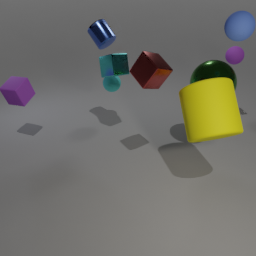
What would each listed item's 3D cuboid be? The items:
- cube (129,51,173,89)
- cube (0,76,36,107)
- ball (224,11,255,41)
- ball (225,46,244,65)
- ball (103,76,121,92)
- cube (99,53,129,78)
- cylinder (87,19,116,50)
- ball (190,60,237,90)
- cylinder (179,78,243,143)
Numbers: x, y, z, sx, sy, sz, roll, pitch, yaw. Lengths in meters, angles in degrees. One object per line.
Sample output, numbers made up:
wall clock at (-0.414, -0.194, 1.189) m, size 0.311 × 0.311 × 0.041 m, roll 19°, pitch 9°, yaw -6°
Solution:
cube at (0.610, -1.522, 7.447) m, size 0.700 × 0.700 × 0.700 m, roll -8°, pitch 54°, yaw -47°
cube at (-3.681, -1.229, 9.361) m, size 0.700 × 0.700 × 0.700 m, roll 8°, pitch 49°, yaw 21°
ball at (2.697, -2.458, 6.766) m, size 0.700 × 0.700 × 0.700 m, roll 0°, pitch 29°, yaw 0°
ball at (4.188, -2.847, 10.985) m, size 0.700 × 0.700 × 0.700 m, roll 0°, pitch 29°, yaw 0°
ball at (-0.623, -1.742, 10.812) m, size 0.700 × 0.700 × 0.700 m, roll 0°, pitch 29°, yaw 0°
cube at (-0.464, -2.101, 9.434) m, size 0.700 × 0.700 × 0.700 m, roll -16°, pitch 13°, yaw -41°
cylinder at (-0.862, -3.079, 9.229) m, size 0.700 × 0.700 × 0.700 m, roll -34°, pitch -1°, yaw -1°
ball at (2.623, -1.390, 8.656) m, size 1.400 × 1.400 × 1.400 m, roll 0°, pitch 29°, yaw 0°
cylinder at (2.144, -0.424, 7.335) m, size 1.400 × 1.400 × 1.400 m, roll -9°, pitch -9°, yaw -1°
